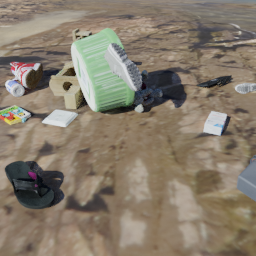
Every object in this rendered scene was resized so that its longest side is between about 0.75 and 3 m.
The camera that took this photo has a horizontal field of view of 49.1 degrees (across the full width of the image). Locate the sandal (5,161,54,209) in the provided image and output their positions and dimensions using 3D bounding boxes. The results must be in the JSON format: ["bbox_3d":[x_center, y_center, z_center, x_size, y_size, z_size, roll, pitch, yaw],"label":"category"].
[{"bbox_3d":[-2.713,1.405,7.400,0.807,0.514,2.148,-26,40,-35],"label":"sandal"}]

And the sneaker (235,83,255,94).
[{"bbox_3d":[5.306,-1.821,12.766,1.192,0.446,0.489,-5,19,-25],"label":"sneaker"}]

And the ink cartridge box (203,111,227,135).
[{"bbox_3d":[3.163,-0.183,10.095,0.606,0.357,1.053,15,35,23],"label":"ink cartridge box"}]

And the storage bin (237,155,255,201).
[{"bbox_3d":[3.491,1.402,7.145,0.877,0.951,1.306,-30,42,-24],"label":"storage bin"}]

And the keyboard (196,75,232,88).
[{"bbox_3d":[4.235,-2.149,13.428,1.865,0.370,0.971,-22,15,-29],"label":"keyboard"}]

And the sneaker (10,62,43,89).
[{"bbox_3d":[-5.040,-2.520,13.311,1.450,0.918,2.578,3,24,-3],"label":"sneaker"}]

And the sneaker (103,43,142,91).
[{"bbox_3d":[-0.164,-1.840,8.870,0.630,0.691,1.686,-23,78,-47],"label":"sneaker"}]

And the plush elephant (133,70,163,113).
[{"bbox_3d":[0.506,-1.372,11.183,1.618,1.333,1.253,-30,18,6],"label":"plush elephant"}]

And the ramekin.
[{"bbox_3d":[-1.017,-2.042,10.497,1.456,2.982,2.982,-20,36,-14],"label":"ramekin"}]

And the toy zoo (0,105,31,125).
[{"bbox_3d":[-4.380,-0.487,10.794,1.315,0.135,0.863,25,40,34],"label":"toy zoo"}]

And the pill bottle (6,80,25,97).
[{"bbox_3d":[-5.075,-1.801,12.496,0.566,0.566,1.010,-23,39,-32],"label":"pill bottle"}]

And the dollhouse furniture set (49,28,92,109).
[{"bbox_3d":[-2.623,-2.632,11.945,1.607,2.557,2.891,5,31,9],"label":"dollhouse furniture set"}]

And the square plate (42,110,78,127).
[{"bbox_3d":[-2.576,-0.412,10.674,1.024,0.146,1.014,10,33,16],"label":"square plate"}]
